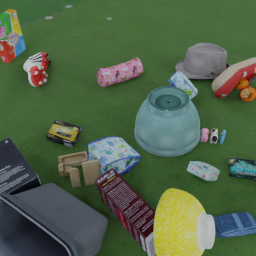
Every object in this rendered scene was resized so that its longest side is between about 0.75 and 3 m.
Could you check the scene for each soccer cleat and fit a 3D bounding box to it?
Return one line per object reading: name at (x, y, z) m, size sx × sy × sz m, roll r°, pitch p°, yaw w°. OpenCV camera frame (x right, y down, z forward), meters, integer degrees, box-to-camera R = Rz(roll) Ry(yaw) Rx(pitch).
soccer cleat at (-4.734, -2.928, 14.140) m, size 1.243 × 1.001 × 2.918 m, roll -10°, pitch 41°, yaw 5°

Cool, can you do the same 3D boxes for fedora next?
fedora at (3.935, -3.576, 14.456) m, size 2.811 × 1.269 × 2.486 m, roll 1°, pitch 38°, yaw 2°

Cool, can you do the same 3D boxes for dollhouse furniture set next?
dollhouse furniture set at (-1.742, 1.120, 9.585) m, size 1.312 × 1.124 × 1.379 m, roll -10°, pitch 44°, yaw -11°

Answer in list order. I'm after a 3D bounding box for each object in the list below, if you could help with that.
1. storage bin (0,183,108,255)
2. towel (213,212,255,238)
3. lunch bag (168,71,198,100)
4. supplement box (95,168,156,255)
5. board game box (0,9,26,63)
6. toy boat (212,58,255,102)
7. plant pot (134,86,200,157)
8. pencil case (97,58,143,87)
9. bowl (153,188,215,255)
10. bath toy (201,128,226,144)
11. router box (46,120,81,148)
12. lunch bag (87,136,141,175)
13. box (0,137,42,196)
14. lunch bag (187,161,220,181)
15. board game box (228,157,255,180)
storage bin at (-2.023, 2.814, 7.415) m, size 2.847 × 2.072 × 1.912 m, roll 25°, pitch 21°, yaw 25°
towel at (3.177, 2.859, 8.324) m, size 1.238 × 0.300 × 0.691 m, roll -6°, pitch 43°, yaw -6°
lunch bag at (2.415, -1.857, 12.320) m, size 1.344 × 0.690 × 1.672 m, roll 50°, pitch 19°, yaw -1°
supplement box at (0.085, 2.390, 8.052) m, size 0.726 × 1.298 × 2.385 m, roll -35°, pitch 54°, yaw -21°
board game box at (-6.516, -5.022, 15.328) m, size 0.462 × 2.292 × 1.754 m, roll 12°, pitch 45°, yaw 12°
toy boat at (5.203, -1.984, 12.844) m, size 2.646 × 1.727 × 1.729 m, roll -22°, pitch 77°, yaw -22°
plant pot at (1.509, -0.470, 10.719) m, size 2.630 × 1.762 × 2.630 m, roll -3°, pitch 43°, yaw 3°
pencil case at (-0.377, -2.784, 13.933) m, size 2.322 × 0.961 × 1.005 m, roll -20°, pitch 90°, yaw -20°
bowl at (1.578, 2.595, 7.171) m, size 1.086 × 2.019 × 2.019 m, roll -4°, pitch 37°, yaw 32°
bath toy at (3.092, 0.240, 10.993) m, size 1.378 × 0.509 × 0.599 m, roll 5°, pitch 43°, yaw 7°
router box at (-2.510, 0.209, 10.985) m, size 1.105 × 0.289 × 0.869 m, roll 15°, pitch 57°, yaw 8°
lunch bag at (-0.490, 0.968, 9.852) m, size 1.526 × 0.972 × 1.298 m, roll -23°, pitch 47°, yaw -30°
box at (-4.224, 1.809, 8.736) m, size 2.420 × 1.260 × 2.203 m, roll -29°, pitch 50°, yaw -27°
lunch bag at (2.503, 1.398, 9.333) m, size 0.876 × 0.421 × 1.093 m, roll 27°, pitch 8°, yaw 37°
board game box at (4.199, 1.450, 9.936) m, size 1.202 × 0.169 × 0.813 m, roll 7°, pitch 44°, yaw 8°
